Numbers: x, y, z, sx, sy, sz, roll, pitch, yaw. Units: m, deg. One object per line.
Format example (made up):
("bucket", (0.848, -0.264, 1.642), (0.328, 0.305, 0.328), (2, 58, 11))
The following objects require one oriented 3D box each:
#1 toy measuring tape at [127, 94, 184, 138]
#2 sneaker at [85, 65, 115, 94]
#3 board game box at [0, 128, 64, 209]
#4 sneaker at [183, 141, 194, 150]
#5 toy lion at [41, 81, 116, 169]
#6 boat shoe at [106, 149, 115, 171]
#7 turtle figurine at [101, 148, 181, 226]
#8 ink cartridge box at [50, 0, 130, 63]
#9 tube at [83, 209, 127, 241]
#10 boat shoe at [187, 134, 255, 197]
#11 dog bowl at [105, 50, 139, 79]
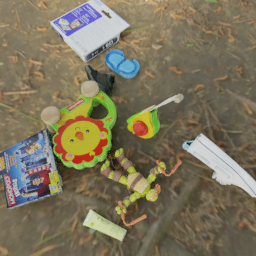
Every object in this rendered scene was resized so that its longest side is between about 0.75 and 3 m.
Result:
("toy measuring tape", (0.958, -0.265, 9.558), (1.016, 2.762, 1.016), (15, 65, -35))
("sneaker", (-1.107, -2.053, 11.381), (0.878, 0.586, 1.532), (-32, 70, -17))
("board game box", (-3.559, 1.469, 9.473), (2.351, 0.726, 2.353), (-17, 64, -7))
("sneaker", (2.482, 0.647, 10.080), (0.974, 0.399, 0.360), (1, 64, 0))
("toy lion", (-1.530, -0.021, 10.060), (2.828, 0.971, 2.711), (-39, 67, -18))
("boat shoe", (-0.638, 1.014, 9.902), (0.375, 0.375, 1.065), (-21, 65, -8))
("turtle figurine", (0.315, 1.658, 9.293), (2.176, 0.869, 2.699), (38, 77, 21))
("ink cartridge box", (-1.670, -4.502, 12.614), (2.606, 0.565, 2.582), (-38, 69, -15))
("tube", (-0.730, 3.115, 8.867), (1.373, 0.356, 0.398), (22, 26, 16))
("boat shoe", (3.246, 1.426, 9.476), (2.802, 1.031, 0.916), (44, 99, 16))
("dog bowl", (-0.250, -2.652, 11.779), (1.580, 0.392, 0.881), (35, 68, 17))
